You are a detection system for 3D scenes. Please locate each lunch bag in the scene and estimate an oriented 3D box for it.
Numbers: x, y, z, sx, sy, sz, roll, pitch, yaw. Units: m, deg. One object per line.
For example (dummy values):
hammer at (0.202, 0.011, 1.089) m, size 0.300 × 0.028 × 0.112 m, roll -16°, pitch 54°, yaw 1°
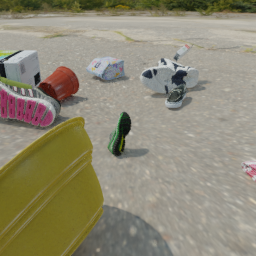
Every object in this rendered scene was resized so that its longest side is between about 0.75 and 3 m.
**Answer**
lunch bag at (-1.113, -2.950, 13.804) m, size 1.515 × 0.963 × 1.285 m, roll -26°, pitch 37°, yaw -32°

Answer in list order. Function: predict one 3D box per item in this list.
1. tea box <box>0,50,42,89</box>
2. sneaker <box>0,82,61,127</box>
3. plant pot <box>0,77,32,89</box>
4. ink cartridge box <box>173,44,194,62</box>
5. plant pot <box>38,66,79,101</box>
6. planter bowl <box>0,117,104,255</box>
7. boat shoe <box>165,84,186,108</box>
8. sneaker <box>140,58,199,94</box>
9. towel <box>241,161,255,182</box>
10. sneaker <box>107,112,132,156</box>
tea box at (-5.147, -2.278, 11.738) m, size 2.265 × 1.538 × 2.302 m, roll 0°, pitch 26°, yaw 2°
sneaker at (-3.527, -0.896, 9.389) m, size 2.941 × 1.085 × 1.286 m, roll 17°, pitch 21°, yaw 11°
plant pot at (-4.178, -1.272, 10.369) m, size 1.163 × 1.225 × 1.225 m, roll 3°, pitch 24°, yaw -21°
ink cartridge box at (2.564, -3.544, 12.889) m, size 1.002 × 0.546 × 0.252 m, roll -41°, pitch 82°, yaw -17°
plant pot at (-2.758, -1.620, 10.955) m, size 1.242 × 1.242 × 1.208 m, roll 13°, pitch 37°, yaw 24°
planter bowl at (-1.242, 1.331, 4.111) m, size 1.237 × 2.969 × 2.969 m, roll 42°, pitch 36°, yaw 3°
boat shoe at (1.844, -1.274, 10.783) m, size 0.615 × 0.605 × 1.705 m, roll 10°, pitch 28°, yaw 19°
sneaker at (1.481, -2.382, 12.429) m, size 2.902 × 1.158 × 1.888 m, roll -15°, pitch 28°, yaw -26°
towel at (4.105, 1.313, 5.773) m, size 2.130 × 0.435 × 2.910 m, roll -6°, pitch 27°, yaw -13°
sneaker at (-0.286, 0.114, 7.454) m, size 0.456 × 1.169 × 0.498 m, roll 18°, pitch 1°, yaw -45°
